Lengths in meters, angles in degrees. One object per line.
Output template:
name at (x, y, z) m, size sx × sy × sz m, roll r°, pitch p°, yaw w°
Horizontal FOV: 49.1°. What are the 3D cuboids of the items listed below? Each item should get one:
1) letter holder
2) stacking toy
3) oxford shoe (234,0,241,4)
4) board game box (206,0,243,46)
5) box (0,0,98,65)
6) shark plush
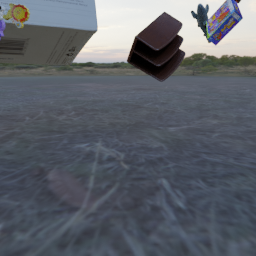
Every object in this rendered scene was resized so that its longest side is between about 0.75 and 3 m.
letter holder at (1.182, -2.675, 9.239) m, size 1.469 × 1.039 × 2.066 m, roll 34°, pitch 53°, yaw 7°
stacking toy at (-2.045, -1.172, 4.025) m, size 0.353 × 1.502 × 1.133 m, roll 35°, pitch 13°, yaw -12°
oxford shoe at (3.592, -4.352, 9.206) m, size 0.470 × 0.479 × 1.320 m, roll 13°, pitch 24°, yaw 28°
board game box at (2.868, -3.253, 8.465) m, size 0.340 × 1.023 × 1.521 m, roll 34°, pitch 38°, yaw -14°
box at (-2.698, -3.157, 7.948) m, size 2.877 × 1.880 × 2.862 m, roll -4°, pitch -5°, yaw -27°
shark plush at (2.782, -3.891, 10.493) m, size 0.685 × 1.508 × 0.628 m, roll -9°, pitch 29°, yaw 5°
